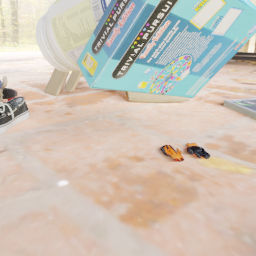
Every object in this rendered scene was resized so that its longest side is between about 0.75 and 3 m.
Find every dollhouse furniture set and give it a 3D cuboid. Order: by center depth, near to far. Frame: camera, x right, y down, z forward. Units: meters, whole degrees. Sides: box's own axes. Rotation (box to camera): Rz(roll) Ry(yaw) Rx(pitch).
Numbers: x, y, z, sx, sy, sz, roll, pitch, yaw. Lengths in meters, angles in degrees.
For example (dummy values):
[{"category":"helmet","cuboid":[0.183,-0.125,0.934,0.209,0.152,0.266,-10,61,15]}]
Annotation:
[{"category":"dollhouse furniture set","cuboid":[-1.847,-2.052,14.086,2.814,2.411,2.959,18,-9,41]}]

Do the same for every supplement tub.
[{"category":"supplement tub","cuboid":[-0.550,-1.751,4.828,1.846,1.338,1.338,-10,11,34]}]

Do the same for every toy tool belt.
[{"category":"toy tool belt","cuboid":[-5.262,-1.353,10.227,2.772,1.703,1.731,1,19,2]}]

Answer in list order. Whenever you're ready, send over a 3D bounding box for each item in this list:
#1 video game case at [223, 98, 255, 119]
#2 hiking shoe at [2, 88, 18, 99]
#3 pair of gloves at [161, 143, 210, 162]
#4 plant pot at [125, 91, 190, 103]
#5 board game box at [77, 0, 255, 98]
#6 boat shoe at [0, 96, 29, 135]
[{"category":"video game case","cuboid":[5.396,-0.741,10.611,2.404,0.309,2.644,-5,20,-14]},{"category":"hiking shoe","cuboid":[-5.741,-1.641,12.874,1.396,0.529,0.703,-2,22,-2]},{"category":"pair of gloves","cuboid":[1.423,0.605,6.990,1.126,0.139,1.003,-1,18,-12]},{"category":"plant pot","cuboid":[0.969,-2.570,12.586,2.529,2.853,2.857,-14,20,-2]},{"category":"board game box","cuboid":[0.667,-1.207,3.785,2.211,1.669,0.519,-1,52,-44]},{"category":"boat shoe","cuboid":[-3.989,-0.439,8.831,0.963,0.891,2.608,6,20,16]}]
